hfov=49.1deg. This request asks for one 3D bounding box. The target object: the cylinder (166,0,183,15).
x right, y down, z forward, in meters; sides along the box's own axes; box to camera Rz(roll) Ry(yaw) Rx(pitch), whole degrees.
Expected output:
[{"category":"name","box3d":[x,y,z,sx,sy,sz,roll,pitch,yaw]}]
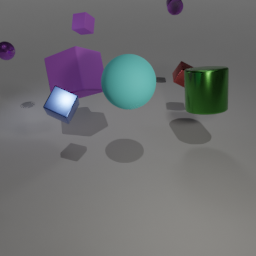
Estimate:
[{"category":"cylinder","box3d":[2.086,-5.520,12.559,0.700,0.700,0.700,1,39,1]}]

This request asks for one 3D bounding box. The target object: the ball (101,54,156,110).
[{"category":"ball","box3d":[0.015,-1.170,7.161,1.400,1.400,1.400,0,29,0]}]

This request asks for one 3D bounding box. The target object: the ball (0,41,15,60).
[{"category":"ball","box3d":[-4.696,-2.958,10.742,0.700,0.700,0.700,0,29,0]}]

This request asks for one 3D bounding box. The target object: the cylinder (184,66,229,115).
[{"category":"cylinder","box3d":[2.597,-1.278,9.310,1.400,1.400,1.400,-5,16,1]}]

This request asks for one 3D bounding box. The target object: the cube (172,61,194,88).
[{"category":"cube","box3d":[2.336,-2.202,11.630,0.700,0.700,0.700,23,40,-16]}]

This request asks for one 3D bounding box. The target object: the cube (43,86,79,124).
[{"category":"cube","box3d":[-1.829,-0.626,7.777,0.700,0.700,0.700,25,75,0]}]

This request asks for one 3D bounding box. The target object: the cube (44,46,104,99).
[{"category":"cube","box3d":[-1.746,-1.812,9.543,1.400,1.400,1.400,-10,1,29]}]

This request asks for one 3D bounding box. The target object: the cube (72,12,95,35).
[{"category":"cube","box3d":[-1.943,-4.536,12.195,0.700,0.700,0.700,5,-1,27]}]
